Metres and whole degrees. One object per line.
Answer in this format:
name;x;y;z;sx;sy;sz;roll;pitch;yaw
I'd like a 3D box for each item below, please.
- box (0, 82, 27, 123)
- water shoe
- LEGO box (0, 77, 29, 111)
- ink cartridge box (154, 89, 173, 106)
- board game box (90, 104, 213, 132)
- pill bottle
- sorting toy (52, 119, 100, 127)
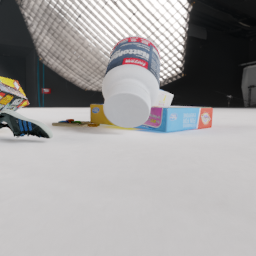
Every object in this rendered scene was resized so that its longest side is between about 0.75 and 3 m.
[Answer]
box;-2.491;-0.310;4.994;1.110;0.323;1.622;-45;5;-3
water shoe;-1.712;0.033;4.622;0.954;0.376;0.341;23;-31;6
LEGO box;-3.469;-0.591;6.764;1.467;0.760;1.969;-26;6;-1
ink cartridge box;0.849;-0.969;10.191;0.857;0.835;1.334;30;23;36
board game box;0.598;-0.346;7.756;2.729;0.550;2.088;7;8;45
pill bottle;0.088;-1.028;6.124;1.219;1.219;2.039;1;44;7
sorting toy;-1.449;-0.163;8.372;1.339;0.179;0.997;2;5;16
